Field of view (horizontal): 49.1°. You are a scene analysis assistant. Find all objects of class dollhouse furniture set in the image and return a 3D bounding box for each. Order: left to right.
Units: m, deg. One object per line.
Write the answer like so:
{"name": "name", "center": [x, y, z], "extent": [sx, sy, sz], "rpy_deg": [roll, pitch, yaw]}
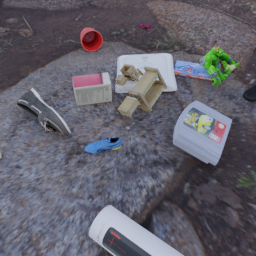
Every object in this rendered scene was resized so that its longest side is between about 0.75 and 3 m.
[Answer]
{"name": "dollhouse furniture set", "center": [0.148, -1.259, 10.805], "extent": [1.815, 1.141, 2.053], "rpy_deg": [20, 68, 42]}

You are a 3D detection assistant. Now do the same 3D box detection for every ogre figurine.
{"name": "ogre figurine", "center": [3.818, -2.727, 11.975], "extent": [1.327, 1.086, 2.214], "rpy_deg": [46, 71, 1]}

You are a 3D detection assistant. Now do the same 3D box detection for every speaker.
{"name": "speaker", "center": [0.221, 2.892, 6.781], "extent": [2.382, 0.967, 0.967], "rpy_deg": [29, 53, 24]}

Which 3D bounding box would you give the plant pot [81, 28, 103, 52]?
{"name": "plant pot", "center": [-1.864, -4.412, 13.750], "extent": [1.065, 1.065, 0.942], "rpy_deg": [-14, 38, -13]}

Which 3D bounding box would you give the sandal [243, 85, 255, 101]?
{"name": "sandal", "center": [5.702, -1.637, 11.488], "extent": [2.215, 0.499, 0.832], "rpy_deg": [-28, 46, -6]}

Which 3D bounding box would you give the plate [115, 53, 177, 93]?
{"name": "plate", "center": [0.749, -2.518, 12.167], "extent": [2.560, 0.415, 2.565], "rpy_deg": [-2, 48, 4]}

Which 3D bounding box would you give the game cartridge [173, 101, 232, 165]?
{"name": "game cartridge", "center": [2.472, 0.021, 9.360], "extent": [1.673, 0.514, 2.514], "rpy_deg": [27, 41, 11]}

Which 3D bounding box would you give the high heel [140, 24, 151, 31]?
{"name": "high heel", "center": [0.953, -5.603, 15.228], "extent": [0.275, 0.392, 0.815], "rpy_deg": [-34, 55, -28]}

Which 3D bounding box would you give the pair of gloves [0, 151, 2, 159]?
{"name": "pair of gloves", "center": [-4.916, 0.783, 9.277], "extent": [1.163, 0.240, 1.367], "rpy_deg": [-25, 53, -27]}

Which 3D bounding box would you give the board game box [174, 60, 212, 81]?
{"name": "board game box", "center": [3.004, -2.560, 12.483], "extent": [1.865, 0.181, 0.960], "rpy_deg": [13, 46, 11]}

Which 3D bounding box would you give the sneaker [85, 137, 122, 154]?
{"name": "sneaker", "center": [-0.841, 0.522, 9.354], "extent": [1.258, 0.493, 0.415], "rpy_deg": [-9, 49, -7]}

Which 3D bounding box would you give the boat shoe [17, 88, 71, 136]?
{"name": "boat shoe", "center": [-3.050, -0.421, 10.012], "extent": [0.831, 0.975, 2.918], "rpy_deg": [-39, 52, -16]}

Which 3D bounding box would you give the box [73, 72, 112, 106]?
{"name": "box", "center": [-1.392, -1.531, 10.995], "extent": [1.430, 0.914, 0.779], "rpy_deg": [-9, 47, -8]}
